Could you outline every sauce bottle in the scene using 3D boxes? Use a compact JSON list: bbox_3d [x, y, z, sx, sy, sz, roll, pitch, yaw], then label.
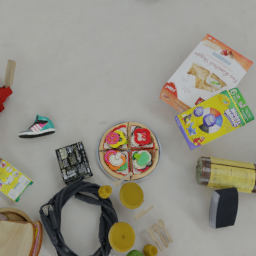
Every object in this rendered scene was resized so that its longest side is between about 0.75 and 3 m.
[{"bbox_3d":[3.620,1.528,8.612,2.958,0.957,0.957,9,68,5],"label":"sauce bottle"}]

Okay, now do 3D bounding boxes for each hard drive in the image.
[{"bbox_3d":[2.820,2.367,8.190,0.842,0.264,1.249,-4,109,-12],"label":"hard drive"}]

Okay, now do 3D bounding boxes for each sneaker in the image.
[{"bbox_3d":[-3.127,-0.088,9.507,1.202,0.503,0.726,-10,73,-13],"label":"sneaker"}]

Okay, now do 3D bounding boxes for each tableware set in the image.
[{"bbox_3d":[0.041,2.723,8.158,1.735,0.395,2.575,-27,81,-32],"label":"tableware set"}]

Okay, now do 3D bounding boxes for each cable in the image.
[{"bbox_3d":[-1.307,2.875,8.312,2.078,0.647,2.547,-29,67,-16],"label":"cable"}]

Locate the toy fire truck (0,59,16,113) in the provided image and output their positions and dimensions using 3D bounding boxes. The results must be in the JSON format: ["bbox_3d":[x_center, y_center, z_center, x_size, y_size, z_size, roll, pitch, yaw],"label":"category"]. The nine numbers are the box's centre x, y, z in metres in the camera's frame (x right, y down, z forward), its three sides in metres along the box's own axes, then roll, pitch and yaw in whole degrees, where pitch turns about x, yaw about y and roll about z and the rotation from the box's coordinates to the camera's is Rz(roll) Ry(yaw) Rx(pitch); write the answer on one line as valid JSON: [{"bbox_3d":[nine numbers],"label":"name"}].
[{"bbox_3d":[-4.843,-1.534,9.832,1.742,1.274,1.980,31,60,13],"label":"toy fire truck"}]

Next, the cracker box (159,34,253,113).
[{"bbox_3d":[2.766,-1.702,9.956,1.977,0.851,2.952,36,73,10],"label":"cracker box"}]

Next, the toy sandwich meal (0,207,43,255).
[{"bbox_3d":[-3.588,3.297,7.980,2.232,0.764,2.232,0,68,0],"label":"toy sandwich meal"}]

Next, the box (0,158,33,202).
[{"bbox_3d":[-3.821,1.629,8.913,1.386,0.335,0.813,34,72,10],"label":"box"}]

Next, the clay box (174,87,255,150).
[{"bbox_3d":[2.632,-0.292,8.626,2.093,0.498,1.203,-30,79,23],"label":"clay box"}]

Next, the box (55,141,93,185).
[{"bbox_3d":[-1.730,1.130,9.025,0.921,0.484,1.125,-19,69,-8],"label":"box"}]

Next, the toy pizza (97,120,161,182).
[{"bbox_3d":[0.032,0.707,9.275,2.165,0.343,2.165,0,68,0],"label":"toy pizza"}]
